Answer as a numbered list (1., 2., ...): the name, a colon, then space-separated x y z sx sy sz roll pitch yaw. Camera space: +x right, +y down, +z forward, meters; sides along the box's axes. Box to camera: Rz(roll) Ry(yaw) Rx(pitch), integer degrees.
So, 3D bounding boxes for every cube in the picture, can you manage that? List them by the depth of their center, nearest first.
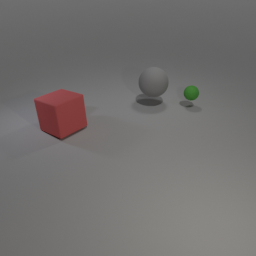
1. cube: -2.673 -0.619 11.247 1.400 1.400 1.400 18 34 36

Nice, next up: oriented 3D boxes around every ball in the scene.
1. ball: 2.942 -1.624 13.009 0.700 0.700 0.700 0 30 0
2. ball: 1.193 -2.134 13.100 1.400 1.400 1.400 0 30 0
